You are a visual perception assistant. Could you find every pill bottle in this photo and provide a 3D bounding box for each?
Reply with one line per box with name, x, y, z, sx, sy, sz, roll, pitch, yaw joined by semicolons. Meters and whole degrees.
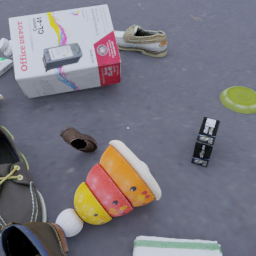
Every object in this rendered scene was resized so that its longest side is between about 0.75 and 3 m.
pill bottle;-3.669;-2.505;9.114;0.552;0.983;0.552;-18;61;36

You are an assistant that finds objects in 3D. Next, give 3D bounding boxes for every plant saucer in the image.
plant saucer;3.372;-0.888;8.284;1.244;0.193;1.244;0;43;0

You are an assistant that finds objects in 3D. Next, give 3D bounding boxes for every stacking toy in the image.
stacking toy;-0.505;1.360;5.416;2.028;1.482;1.482;-40;54;-10

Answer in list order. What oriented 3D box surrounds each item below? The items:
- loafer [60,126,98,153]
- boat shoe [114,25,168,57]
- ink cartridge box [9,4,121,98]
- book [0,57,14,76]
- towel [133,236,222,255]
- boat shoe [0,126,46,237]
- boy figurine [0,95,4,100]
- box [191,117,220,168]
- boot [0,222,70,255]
loafer;-1.075;0.372;6.369;0.440;1.204;0.427;-42;56;10
boat shoe;0.276;-3.375;10.402;2.509;0.858;0.937;16;46;16
ink cartridge box;-1.806;-2.276;8.334;2.918;1.249;2.154;-11;72;-8
book;-4.630;-1.920;9.318;0.940;0.338;1.407;15;44;11
towel;0.796;2.806;4.390;1.567;0.322;2.101;2;46;5
boat shoe;-2.551;1.028;5.751;1.062;0.897;2.978;-24;48;-23
boy figurine;-4.194;-0.735;7.768;1.375;0.713;2.212;-22;50;-18
box;1.829;0.318;6.607;0.396;0.753;0.920;16;47;16
boot;-1.172;2.346;4.046;0.849;1.102;2.273;-40;55;1
